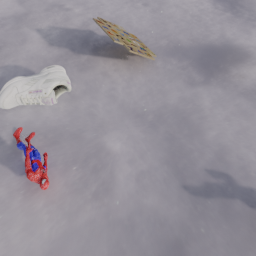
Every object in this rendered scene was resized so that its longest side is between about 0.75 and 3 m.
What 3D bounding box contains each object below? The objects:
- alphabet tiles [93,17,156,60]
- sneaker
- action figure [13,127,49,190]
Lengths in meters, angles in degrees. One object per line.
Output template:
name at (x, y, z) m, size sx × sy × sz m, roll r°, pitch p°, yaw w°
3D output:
alphabet tiles at (-0.107, -3.454, 10.760) m, size 2.208 × 0.084 × 2.654 m, roll 5°, pitch 39°, yaw -43°
sneaker at (-2.889, -1.119, 8.707) m, size 2.355 × 0.882 × 1.173 m, roll -28°, pitch 65°, yaw -12°
action figure at (-2.316, 0.740, 6.903) m, size 0.520 × 0.658 × 2.011 m, roll -42°, pitch 51°, yaw 8°
